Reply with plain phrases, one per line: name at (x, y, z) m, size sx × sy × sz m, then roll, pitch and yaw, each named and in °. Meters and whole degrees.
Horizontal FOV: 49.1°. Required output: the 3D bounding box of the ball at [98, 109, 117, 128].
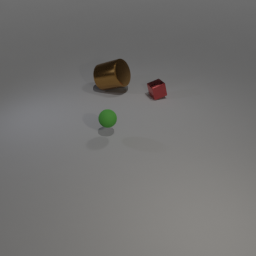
ball at (-0.764, -0.357, 10.533) m, size 0.700 × 0.700 × 0.700 m, roll 0°, pitch 31°, yaw 0°

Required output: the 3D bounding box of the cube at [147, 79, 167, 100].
cube at (1.437, -1.916, 13.882) m, size 0.700 × 0.700 × 0.700 m, roll -23°, pitch 35°, yaw -9°

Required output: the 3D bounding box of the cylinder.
cylinder at (-0.805, -2.697, 14.274) m, size 1.400 × 1.400 × 1.400 m, roll -5°, pitch 24°, yaw 34°
